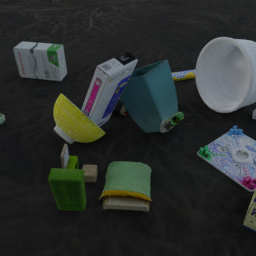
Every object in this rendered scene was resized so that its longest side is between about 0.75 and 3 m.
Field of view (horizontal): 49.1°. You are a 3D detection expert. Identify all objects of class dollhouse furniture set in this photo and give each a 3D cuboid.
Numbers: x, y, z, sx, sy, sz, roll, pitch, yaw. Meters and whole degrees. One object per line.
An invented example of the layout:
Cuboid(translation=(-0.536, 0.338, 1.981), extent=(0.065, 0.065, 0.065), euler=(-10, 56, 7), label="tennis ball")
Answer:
Cuboid(translation=(-0.611, 1.256, 7.813), extent=(2.621, 1.315, 1.717), euler=(2, 39, 3), label="dollhouse furniture set")

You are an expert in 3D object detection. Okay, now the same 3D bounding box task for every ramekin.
Cuboid(translation=(4.080, -2.073, 10.891), extent=(1.382, 2.836, 2.836), euler=(-11, 39, -26), label="ramekin")

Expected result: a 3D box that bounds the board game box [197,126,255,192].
Cuboid(translation=(3.733, 0.868, 9.145), extent=(2.089, 0.270, 2.088), euler=(-27, 46, -29), label="board game box")

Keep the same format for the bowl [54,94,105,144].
Cuboid(translation=(-1.832, -0.106, 9.412), extent=(1.063, 1.976, 1.976), euler=(-48, 52, -4), label="bowl")

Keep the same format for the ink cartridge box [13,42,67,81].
Cuboid(translation=(-4.067, -3.131, 13.133), extent=(2.092, 1.534, 0.869), euler=(7, 38, 8), label="ink cartridge box")

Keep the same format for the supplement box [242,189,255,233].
Cuboid(translation=(3.607, 1.898, 7.081), extent=(0.825, 1.229, 1.228), euler=(22, 43, 25), label="supplement box")

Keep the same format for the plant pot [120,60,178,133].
Cuboid(translation=(0.819, -0.997, 9.822), extent=(1.500, 2.123, 1.500), euler=(-7, 24, 45), label="plant pot")

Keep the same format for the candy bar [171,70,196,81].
Cuboid(translation=(2.238, -2.467, 13.298), extent=(2.720, 0.301, 0.678), euler=(-10, 40, -11), label="candy bar")

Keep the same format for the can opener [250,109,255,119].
Cuboid(translation=(5.708, -0.481, 10.635), extent=(1.945, 0.512, 0.646), euler=(10, 39, 12), label="can opener")

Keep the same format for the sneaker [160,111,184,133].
Cuboid(translation=(1.111, -0.142, 7.321), extent=(0.306, 0.785, 0.334), euler=(47, 28, 1), label="sneaker")

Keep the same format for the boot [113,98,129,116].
Cuboid(translation=(-0.283, -1.044, 11.345), extent=(1.027, 0.499, 1.364), euler=(18, 46, 22), label="boot")

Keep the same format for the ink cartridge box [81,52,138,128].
Cuboid(translation=(-0.768, -0.950, 8.922), extent=(0.553, 2.985, 1.413), euler=(40, 47, 12), label="ink cartridge box")

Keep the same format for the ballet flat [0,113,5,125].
Cuboid(translation=(-5.898, -0.417, 10.293), extent=(2.503, 0.929, 0.929), euler=(-7, 39, -10), label="ballet flat")
